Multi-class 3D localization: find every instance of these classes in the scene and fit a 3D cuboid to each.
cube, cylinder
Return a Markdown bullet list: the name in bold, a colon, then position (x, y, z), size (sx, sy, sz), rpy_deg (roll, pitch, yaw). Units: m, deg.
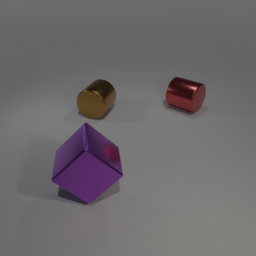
- **cube**: position (-1.161, 1.002, 8.081), size (1.400, 1.400, 1.400), rpy_deg (-42, 28, 17)
- **cylinder**: position (-1.414, -1.337, 12.770), size (1.400, 1.400, 1.400), rpy_deg (10, 32, 16)
- **cylinder**: position (2.722, -1.575, 13.192), size (1.400, 1.400, 1.400), rpy_deg (23, 38, 32)
